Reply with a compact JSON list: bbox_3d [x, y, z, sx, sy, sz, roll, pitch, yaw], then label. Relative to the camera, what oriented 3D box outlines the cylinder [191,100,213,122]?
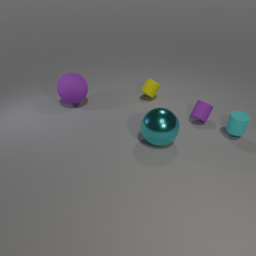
[{"bbox_3d":[3.057,-0.702,11.590,0.700,0.700,0.700,26,5,-2],"label":"cylinder"}]

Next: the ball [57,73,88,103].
[{"bbox_3d":[-2.539,-1.826,12.837,1.400,1.400,1.400,0,30,0],"label":"ball"}]

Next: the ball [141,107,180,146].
[{"bbox_3d":[1.156,-0.042,10.133,1.400,1.400,1.400,0,30,0],"label":"ball"}]

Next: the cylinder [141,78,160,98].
[{"bbox_3d":[1.094,-1.936,13.615,0.700,0.700,0.700,31,4,-2],"label":"cylinder"}]

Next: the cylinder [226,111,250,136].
[{"bbox_3d":[4.100,-0.178,10.475,0.700,0.700,0.700,4,36,-3],"label":"cylinder"}]
